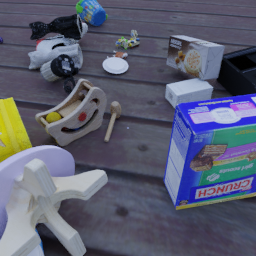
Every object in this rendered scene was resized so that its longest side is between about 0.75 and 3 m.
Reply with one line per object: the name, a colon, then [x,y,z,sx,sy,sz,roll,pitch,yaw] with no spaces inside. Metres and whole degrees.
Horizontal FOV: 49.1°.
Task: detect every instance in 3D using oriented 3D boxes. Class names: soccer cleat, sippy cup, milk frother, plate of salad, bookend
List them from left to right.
milk frother: [-2.496,-1.849,10.211,1.186,1.138,1.261,-10,59,46]
soccer cleat: [-2.726,-3.833,12.474,1.231,0.991,2.889,36,54,22]
sippy cup: [-1.868,-6.141,14.956,1.714,1.346,1.256,-33,61,-21]
plate of salad: [-0.505,-2.500,11.328,1.035,0.249,1.035,3,49,-4]
bookend: [4.720,-1.834,9.747,2.310,1.071,2.324,-16,42,-7]

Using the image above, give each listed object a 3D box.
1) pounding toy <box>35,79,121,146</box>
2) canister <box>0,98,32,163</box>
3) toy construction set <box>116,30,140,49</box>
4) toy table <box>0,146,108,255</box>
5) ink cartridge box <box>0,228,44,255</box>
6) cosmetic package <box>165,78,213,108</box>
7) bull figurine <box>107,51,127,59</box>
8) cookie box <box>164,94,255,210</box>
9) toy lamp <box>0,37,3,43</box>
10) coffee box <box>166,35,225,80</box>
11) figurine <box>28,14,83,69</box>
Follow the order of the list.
pounding toy: [-1.164,-0.402,7.987,2.507,1.433,1.438,-30,49,-30]
canister: [-4.092,0.466,7.134,2.878,1.246,2.138,-20,44,-20]
toy construction set: [0.078,-4.057,13.019,0.790,0.555,1.205,30,60,31]
toy table: [-1.710,1.464,5.422,1.485,2.330,2.535,14,51,40]
ink cartridge box: [-1.928,2.799,4.865,1.030,0.603,1.776,-15,43,-17]
cosmetic package: [2.087,-1.219,9.611,1.410,0.572,0.795,-12,41,-16]
bull figurine: [-0.448,-3.048,11.962,0.587,0.315,0.967,18,43,22]
cookie box: [2.003,0.579,6.026,2.113,2.470,0.928,-8,44,-9]
toy lamp: [-6.303,-3.902,12.968,0.323,0.323,1.111,20,45,22]
coffee box: [2.378,-2.625,10.191,0.806,1.156,2.021,-13,33,-29]
figurine: [-3.039,-3.463,11.510,2.235,0.986,2.291,-4,74,4]
